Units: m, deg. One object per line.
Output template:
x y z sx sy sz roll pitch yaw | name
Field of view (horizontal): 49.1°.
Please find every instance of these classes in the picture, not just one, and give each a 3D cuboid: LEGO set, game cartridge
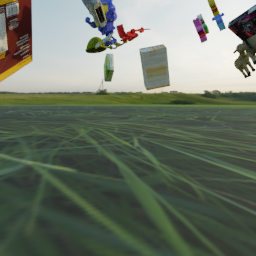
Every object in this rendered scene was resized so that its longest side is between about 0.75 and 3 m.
2.267 -3.146 7.869 0.765 0.823 2.007 -21 21 24 | LEGO set
-1.010 -3.386 7.453 0.311 0.996 1.496 -40 -3 1 | game cartridge

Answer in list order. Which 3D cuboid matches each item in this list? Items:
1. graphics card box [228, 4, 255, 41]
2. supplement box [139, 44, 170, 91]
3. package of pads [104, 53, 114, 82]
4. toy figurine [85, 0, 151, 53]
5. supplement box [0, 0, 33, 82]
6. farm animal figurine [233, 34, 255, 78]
2.435 -2.080 5.501 0.496 0.201 0.791 32 -28 -21 | graphics card box
0.846 -1.903 8.809 0.802 1.273 0.468 -11 30 -1 | supplement box
-0.858 -2.721 12.612 0.388 0.879 1.138 0 -18 -11 | package of pads
-0.671 -3.601 9.281 1.501 1.704 2.845 -21 11 -22 | toy figurine
-3.925 -2.748 7.854 1.514 2.280 2.249 17 36 6 | supplement box
3.454 -2.184 7.344 1.853 0.966 1.832 -36 -14 36 | farm animal figurine
